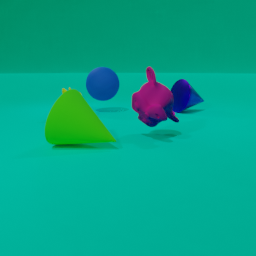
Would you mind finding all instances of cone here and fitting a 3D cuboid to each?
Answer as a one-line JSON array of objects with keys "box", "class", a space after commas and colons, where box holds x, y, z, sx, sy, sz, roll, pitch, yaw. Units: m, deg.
[{"box": [-0.852, 0.021, 6.184, 1.364, 1.359, 1.359, 24, 19, 15], "class": "cone"}, {"box": [2.585, -1.193, 11.322, 1.339, 1.334, 1.334, 8, 7, -28], "class": "cone"}]

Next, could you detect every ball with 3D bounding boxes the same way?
[{"box": [-1.013, -1.762, 11.230, 1.351, 1.351, 1.351, 0, 12, 0], "class": "ball"}]

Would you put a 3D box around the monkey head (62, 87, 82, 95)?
[{"box": [-1.804, -1.023, 9.094, 0.656, 0.783, 1.088, -32, 54, -26], "class": "monkey head"}]

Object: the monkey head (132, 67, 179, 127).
[{"box": [0.755, -0.606, 6.909, 1.026, 1.702, 1.225, -39, 24, -18], "class": "monkey head"}]

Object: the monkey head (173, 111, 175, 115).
[{"box": [1.247, -0.849, 10.387, 0.804, 0.674, 1.118, -26, 43, -35], "class": "monkey head"}]
